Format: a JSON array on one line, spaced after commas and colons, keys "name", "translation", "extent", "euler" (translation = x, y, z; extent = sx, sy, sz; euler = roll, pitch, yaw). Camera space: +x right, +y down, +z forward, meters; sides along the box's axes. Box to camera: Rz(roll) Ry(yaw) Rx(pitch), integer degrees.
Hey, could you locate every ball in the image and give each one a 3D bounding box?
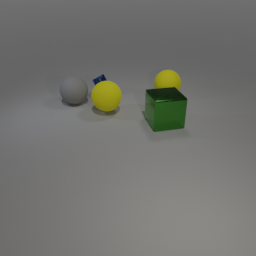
[{"name": "ball", "translation": [-0.992, -1.479, 12.987], "extent": [1.400, 1.400, 1.400], "euler": [0, 29, 0]}, {"name": "ball", "translation": [-2.695, -1.898, 13.981], "extent": [1.400, 1.400, 1.400], "euler": [0, 29, 0]}, {"name": "ball", "translation": [2.087, -2.352, 14.771], "extent": [1.400, 1.400, 1.400], "euler": [0, 29, 0]}]

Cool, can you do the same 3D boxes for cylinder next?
[{"name": "cylinder", "translation": [-1.425, -2.375, 14.783], "extent": [0.700, 0.700, 0.700], "euler": [-27, 11, 6]}]

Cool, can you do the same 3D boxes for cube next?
[{"name": "cube", "translation": [1.597, -0.839, 12.124], "extent": [1.400, 1.400, 1.400], "euler": [-7, 30, -12]}]
